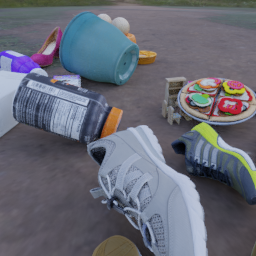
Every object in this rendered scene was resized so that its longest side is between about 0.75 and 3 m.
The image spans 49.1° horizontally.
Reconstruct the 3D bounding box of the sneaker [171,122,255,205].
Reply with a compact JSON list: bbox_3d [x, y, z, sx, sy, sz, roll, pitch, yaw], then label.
[{"bbox_3d":[1.561,0.696,5.153,0.876,0.800,2.165,-24,29,-7],"label":"sneaker"}]

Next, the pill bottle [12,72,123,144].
[{"bbox_3d":[-1.282,-0.358,6.310,2.257,1.199,1.199,18,29,0],"label":"pill bottle"}]

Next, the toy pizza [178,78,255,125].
[{"bbox_3d":[2.344,-0.827,7.331,2.057,0.326,2.057,-4,42,3],"label":"toy pizza"}]

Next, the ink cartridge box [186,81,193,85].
[{"bbox_3d":[2.443,-1.320,9.439,0.748,0.293,1.580,1,25,1],"label":"ink cartridge box"}]

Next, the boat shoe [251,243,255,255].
[{"bbox_3d":[2.445,1.491,3.748,2.372,0.746,0.865,-29,32,-35],"label":"boat shoe"}]

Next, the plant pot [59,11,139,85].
[{"bbox_3d":[-0.860,-2.681,10.095,2.174,2.314,2.314,28,36,19],"label":"plant pot"}]

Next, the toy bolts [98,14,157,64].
[{"bbox_3d":[-0.306,-4.008,12.600,2.824,2.051,2.957,-23,35,-36],"label":"toy bolts"}]

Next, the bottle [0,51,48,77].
[{"bbox_3d":[-3.740,-2.019,9.864,0.847,1.084,2.594,-24,35,-38],"label":"bottle"}]

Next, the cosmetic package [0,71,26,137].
[{"bbox_3d":[-3.445,-0.683,7.422,1.367,0.983,2.422,7,28,10],"label":"cosmetic package"}]

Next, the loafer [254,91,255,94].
[{"bbox_3d":[4.332,-0.581,7.772,1.978,0.702,0.722,10,68,33],"label":"loafer"}]

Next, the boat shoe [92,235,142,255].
[{"bbox_3d":[0.084,1.842,3.113,0.613,0.600,1.731,-34,20,-15],"label":"boat shoe"}]

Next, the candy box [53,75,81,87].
[{"bbox_3d":[-2.095,-1.455,9.532,0.929,0.396,1.107,-3,27,-6],"label":"candy box"}]

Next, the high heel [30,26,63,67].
[{"bbox_3d":[-3.703,-3.691,12.695,0.987,1.405,2.930,9,29,17],"label":"high heel"}]

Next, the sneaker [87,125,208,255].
[{"bbox_3d":[0.109,0.988,3.910,1.213,1.105,2.958,-9,26,-12],"label":"sneaker"}]

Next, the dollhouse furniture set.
[{"bbox_3d":[1.529,-0.805,7.800,1.212,0.859,1.319,-8,29,-13],"label":"dollhouse furniture set"}]
